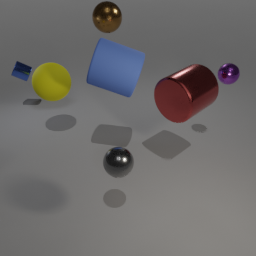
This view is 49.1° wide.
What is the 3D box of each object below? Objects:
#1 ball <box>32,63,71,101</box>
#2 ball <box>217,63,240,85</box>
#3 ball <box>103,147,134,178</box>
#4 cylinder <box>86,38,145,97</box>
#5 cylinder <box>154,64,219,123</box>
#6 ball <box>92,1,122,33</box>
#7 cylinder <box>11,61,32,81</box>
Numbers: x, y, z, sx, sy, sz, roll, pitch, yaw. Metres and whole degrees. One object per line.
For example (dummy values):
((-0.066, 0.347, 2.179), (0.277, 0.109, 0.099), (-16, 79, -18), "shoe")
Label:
((-2.796, -1.687, 10.292), (1.400, 1.400, 1.400), (0, 30, 0), "ball")
((3.332, -1.791, 9.280), (0.700, 0.700, 0.700), (0, 30, 0), "ball")
((-0.215, 0.770, 6.317), (0.700, 0.700, 0.700), (0, 30, 0), "ball")
((-0.372, -1.788, 8.382), (1.400, 1.400, 1.400), (18, 29, -6), "cylinder")
((1.741, -1.048, 8.399), (1.400, 1.400, 1.400), (-30, 41, -34), "cylinder")
((-0.975, -5.182, 13.130), (1.400, 1.400, 1.400), (0, 30, 0), "ball")
((-4.781, -2.553, 12.598), (0.700, 0.700, 0.700), (21, 21, -25), "cylinder")
